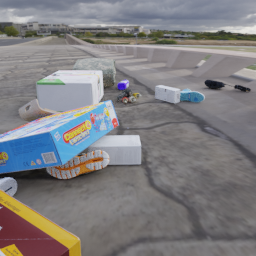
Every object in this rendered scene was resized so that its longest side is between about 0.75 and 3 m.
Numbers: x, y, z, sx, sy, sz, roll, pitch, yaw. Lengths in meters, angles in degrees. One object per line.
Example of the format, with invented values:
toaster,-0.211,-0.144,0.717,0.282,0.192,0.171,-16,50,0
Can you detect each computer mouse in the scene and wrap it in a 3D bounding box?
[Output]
computer mouse,4.761,-1.959,13.533,2.181,0.371,0.639,16,3,26

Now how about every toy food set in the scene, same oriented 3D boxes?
toy food set,-2.196,-0.426,7.888,1.006,0.423,1.401,-19,-25,41

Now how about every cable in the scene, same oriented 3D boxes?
cable,-0.079,-1.318,11.902,0.945,0.490,1.945,-20,11,-6

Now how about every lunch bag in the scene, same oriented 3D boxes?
lunch bag,-1.628,-2.795,14.158,1.970,1.413,2.402,0,15,1

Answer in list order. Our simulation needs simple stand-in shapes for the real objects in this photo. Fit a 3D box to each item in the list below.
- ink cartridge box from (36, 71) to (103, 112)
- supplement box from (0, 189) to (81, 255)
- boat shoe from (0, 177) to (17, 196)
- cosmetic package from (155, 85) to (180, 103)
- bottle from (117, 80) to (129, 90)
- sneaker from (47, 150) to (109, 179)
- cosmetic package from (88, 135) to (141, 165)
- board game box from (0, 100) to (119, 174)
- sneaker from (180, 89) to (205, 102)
ink cartridge box,-2.124,-1.501,10.959,1.978,1.147,2.731,1,20,3
supplement box,-1.487,1.589,2.732,1.504,1.012,1.524,15,25,35
boat shoe,-2.546,1.219,4.649,0.519,0.527,1.463,-1,8,24
cosmetic package,1.630,-1.407,11.603,0.402,0.552,1.087,-17,26,-39
bottle,-0.196,-2.176,13.965,0.457,0.357,1.095,-2,19,13
sneaker,-1.031,0.777,5.865,1.327,0.519,0.512,-6,-9,1
cosmetic package,-0.314,0.502,6.494,1.208,0.490,0.682,-1,20,0
board game box,-1.726,0.176,6.148,2.312,0.646,2.264,-11,14,27
sneaker,2.671,-1.394,11.694,1.178,0.469,0.769,11,24,25
